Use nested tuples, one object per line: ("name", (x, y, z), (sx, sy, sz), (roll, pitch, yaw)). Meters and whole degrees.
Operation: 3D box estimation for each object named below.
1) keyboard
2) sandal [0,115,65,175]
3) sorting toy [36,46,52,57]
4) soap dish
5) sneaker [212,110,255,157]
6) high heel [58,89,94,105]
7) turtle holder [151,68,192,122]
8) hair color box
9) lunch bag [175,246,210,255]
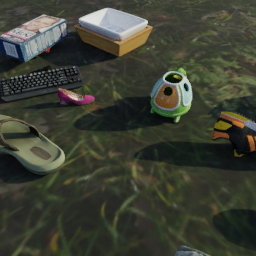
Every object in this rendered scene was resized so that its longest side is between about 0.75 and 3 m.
("keyboard", (-2.981, -1.691, 9.637), (2.661, 0.341, 1.598), (-14, 44, -16))
("sandal", (-2.836, 0.192, 7.195), (2.926, 0.835, 1.162), (21, 47, 21))
("sorting toy", (-3.831, -3.091, 11.184), (1.655, 0.280, 0.798), (-4, 43, -4))
("soap dish", (-0.611, -3.985, 11.595), (2.568, 1.043, 2.020), (31, 51, 28))
("sneaker", (3.186, 0.405, 7.157), (2.171, 0.977, 0.759), (29, 4, 3))
("high heel", (-1.621, -1.023, 8.746), (1.107, 0.531, 0.373), (0, 43, 0))
("turtle holder", (1.413, -1.072, 8.340), (1.621, 1.151, 1.232), (-28, 49, -27))
("hair color box", (-3.633, -3.572, 10.942), (1.250, 0.757, 2.500), (21, 46, 22))
("lunch bag", (1.016, 2.747, 4.295), (1.313, 1.091, 1.565), (16, 45, 34))
